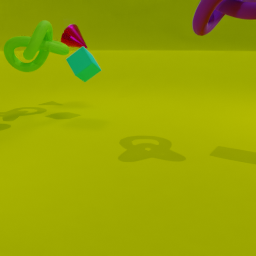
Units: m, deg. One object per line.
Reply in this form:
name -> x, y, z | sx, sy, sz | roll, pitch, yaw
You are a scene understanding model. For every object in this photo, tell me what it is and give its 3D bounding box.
knot shape -> 2.153, -2.497, 5.325 | 1.756, 0.867, 1.876 | -7, 28, 35
cube -> -1.427, -2.043, 9.069 | 0.710, 0.710, 0.710 | -34, -17, 9
cone -> -1.867, -3.266, 10.603 | 0.943, 0.940, 0.940 | 38, 30, 16
knot shape -> -2.894, -2.644, 9.015 | 2.070, 0.956, 1.937 | -24, 0, -21
